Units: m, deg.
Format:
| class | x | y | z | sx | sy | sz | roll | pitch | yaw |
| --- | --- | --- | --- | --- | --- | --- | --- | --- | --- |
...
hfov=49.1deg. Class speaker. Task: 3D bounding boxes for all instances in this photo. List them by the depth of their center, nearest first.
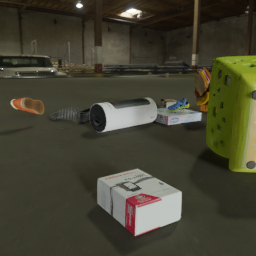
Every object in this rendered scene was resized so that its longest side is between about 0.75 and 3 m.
| class | x | y | z | sx | sy | sz | roll | pitch | yaw |
| --- | --- | --- | --- | --- | --- | --- | --- | --- | --- |
| speaker | -0.123 | -0.476 | 9.600 | 2.366 | 0.961 | 0.961 | -11 | 17 | -40 |

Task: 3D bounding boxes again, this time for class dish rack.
| class | x | y | z | sx | sy | sz | roll | pitch | yaw |
| --- | --- | --- | --- | --- | --- | --- | --- | --- | --- |
| dish rack | -2.168 | -0.589 | 11.094 | 1.687 | 0.460 | 1.294 | 7 | 13 | 16 |

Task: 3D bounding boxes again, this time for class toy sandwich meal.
| class | x | y | z | sx | sy | sz | roll | pitch | yaw |
| --- | --- | --- | --- | --- | --- | --- | --- | --- | --- |
| toy sandwich meal | 2.818 | -1.516 | 10.721 | 0.501 | 1.462 | 1.462 | -8 | 15 | -16 |

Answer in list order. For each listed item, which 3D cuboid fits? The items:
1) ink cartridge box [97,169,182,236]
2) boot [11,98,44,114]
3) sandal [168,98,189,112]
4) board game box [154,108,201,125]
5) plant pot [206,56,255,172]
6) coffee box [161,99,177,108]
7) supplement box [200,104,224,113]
| class | x | y | z | sx | sy | sz | roll | pitch | yaw |
| --- | --- | --- | --- | --- | --- | --- | --- | --- | --- |
| ink cartridge box | 0.124 | 1.015 | 4.082 | 0.780 | 0.448 | 1.073 | -8 | 15 | -32 |
| boot | -3.449 | -0.772 | 9.715 | 0.674 | 0.472 | 1.258 | 0 | -10 | 20 |
| sandal | 1.923 | -0.904 | 10.726 | 0.867 | 0.377 | 0.345 | -20 | 40 | -10 |
| board game box | 1.711 | -0.498 | 10.993 | 1.628 | 0.353 | 1.620 | -7 | 14 | -29 |
| plant pot | 3.058 | -0.287 | 5.967 | 2.310 | 2.299 | 2.097 | 1 | 19 | 4 |
| coffee box | 2.017 | -1.116 | 13.520 | 0.643 | 0.454 | 1.138 | -2 | 13 | -7 |
| supplement box | 4.276 | -1.015 | 12.622 | 0.680 | 0.657 | 1.975 | -13 | 17 | -43 |
